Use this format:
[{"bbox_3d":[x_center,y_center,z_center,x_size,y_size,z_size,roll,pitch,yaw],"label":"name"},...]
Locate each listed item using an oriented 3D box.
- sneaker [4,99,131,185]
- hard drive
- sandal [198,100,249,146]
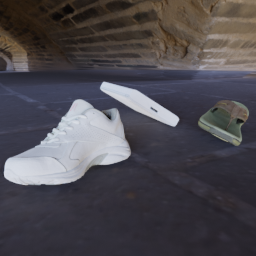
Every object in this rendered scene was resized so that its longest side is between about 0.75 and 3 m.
[{"bbox_3d":[-1.078,0.187,5.279,1.088,1.388,2.793,-4,7,34],"label":"sneaker"},{"bbox_3d":[0.279,-0.895,9.690,1.897,0.384,2.876,29,1,-26],"label":"hard drive"},{"bbox_3d":[2.807,-0.409,7.836,1.189,0.854,2.995,28,32,15],"label":"sandal"}]
